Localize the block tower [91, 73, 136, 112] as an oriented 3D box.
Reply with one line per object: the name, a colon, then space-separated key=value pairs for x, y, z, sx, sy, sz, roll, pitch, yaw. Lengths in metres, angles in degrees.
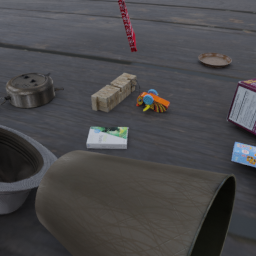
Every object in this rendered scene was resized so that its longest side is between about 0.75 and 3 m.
block tower: x=-0.440 y=-1.277 z=9.972 sx=0.604 sy=0.565 sz=2.090 roll=19 pitch=41 yaw=26

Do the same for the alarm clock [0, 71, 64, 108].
alarm clock: x=-3.654 y=-1.307 z=9.896 sx=2.396 sy=0.797 sz=1.616 roll=-32 pitch=47 yaw=-33

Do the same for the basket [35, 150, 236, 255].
basket: x=-0.034 y=1.580 z=4.793 sx=2.901 sy=2.615 sz=1.973 roll=16 pitch=-5 yaw=34

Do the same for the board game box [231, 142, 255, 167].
board game box: x=3.434 y=0.768 z=7.033 sx=1.522 sy=0.278 sz=1.151 roll=16 pitch=15 yaw=20

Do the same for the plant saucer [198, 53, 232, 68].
plant saucer: x=3.940 y=-3.061 z=12.743 sx=1.466 sy=0.235 sz=1.466 roll=0 pitch=35 yaw=0

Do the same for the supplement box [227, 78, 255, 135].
supplement box: x=4.492 y=-0.392 z=7.904 sx=1.716 sy=1.353 sz=2.621 roll=-17 pitch=38 yaw=-35

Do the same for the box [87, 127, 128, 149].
box: x=-0.582 y=0.273 z=8.127 sx=1.132 sy=0.206 sz=0.817 roll=2 pitch=36 yaw=1

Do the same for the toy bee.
toy bee: x=0.669 y=-0.967 z=9.523 sx=0.960 sy=0.797 sz=1.466 roll=-26 pitch=69 yaw=-37

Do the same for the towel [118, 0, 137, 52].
towel: x=-0.030 y=-3.904 z=10.027 sx=0.228 sy=2.027 sz=1.466 roll=-12 pitch=46 yaw=8

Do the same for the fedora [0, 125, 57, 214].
fedora: x=-2.937 y=0.946 z=6.004 sx=2.713 sy=1.225 sz=2.400 roll=27 pitch=20 yaw=10
